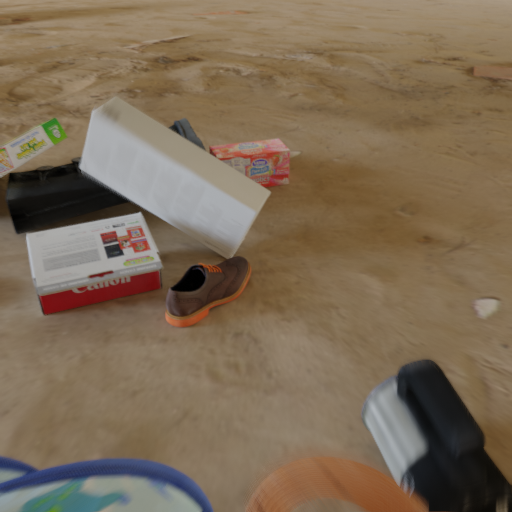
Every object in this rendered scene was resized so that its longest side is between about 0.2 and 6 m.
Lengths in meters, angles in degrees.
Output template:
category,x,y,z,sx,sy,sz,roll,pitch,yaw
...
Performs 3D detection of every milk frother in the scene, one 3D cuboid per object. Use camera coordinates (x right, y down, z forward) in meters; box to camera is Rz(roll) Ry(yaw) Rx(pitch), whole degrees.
category,x,y,z,sx,sy,sz,roll,pitch,yaw
milk frother,2.302,1.938,5.863,1.772,1.599,1.666,2,31,-17

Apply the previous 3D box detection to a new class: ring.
category,x,y,z,sx,sy,sz,roll,pitch,yaw
ring,0.734,2.583,4.673,1.869,1.869,0.179,17,12,24

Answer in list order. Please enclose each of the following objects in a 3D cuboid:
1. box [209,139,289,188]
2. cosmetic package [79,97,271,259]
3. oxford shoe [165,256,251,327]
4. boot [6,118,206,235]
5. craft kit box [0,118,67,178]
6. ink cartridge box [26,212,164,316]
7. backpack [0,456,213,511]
category,x,y,z,sx,sy,sz,roll,pitch,yaw
box,-0.161,-2.081,12.816,1.711,0.878,0.810,-10,34,-14
cosmetic package,-1.471,-1.370,10.012,3.233,1.334,0.819,32,41,-1
oxford shoe,-0.707,0.400,9.048,0.679,0.691,1.906,19,37,27
boot,-3.181,-1.791,12.183,3.988,1.309,3.287,-18,19,-8
craft kit box,-5.667,-1.887,11.833,2.528,0.613,2.496,-16,27,28
ink cartridge box,-2.617,0.210,9.200,1.955,0.820,1.717,-12,39,-18
backpack,-1.641,2.723,2.925,3.617,3.310,2.658,-8,23,-25
